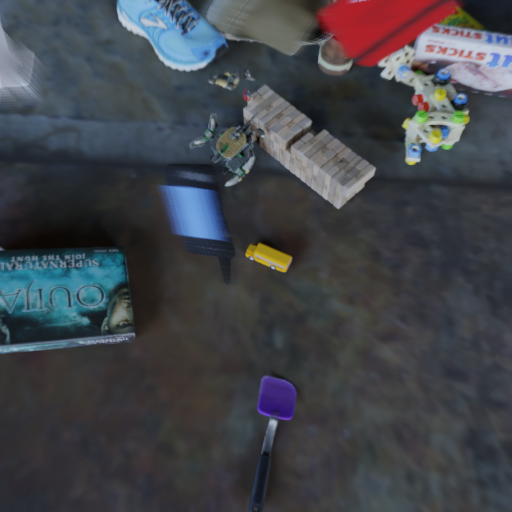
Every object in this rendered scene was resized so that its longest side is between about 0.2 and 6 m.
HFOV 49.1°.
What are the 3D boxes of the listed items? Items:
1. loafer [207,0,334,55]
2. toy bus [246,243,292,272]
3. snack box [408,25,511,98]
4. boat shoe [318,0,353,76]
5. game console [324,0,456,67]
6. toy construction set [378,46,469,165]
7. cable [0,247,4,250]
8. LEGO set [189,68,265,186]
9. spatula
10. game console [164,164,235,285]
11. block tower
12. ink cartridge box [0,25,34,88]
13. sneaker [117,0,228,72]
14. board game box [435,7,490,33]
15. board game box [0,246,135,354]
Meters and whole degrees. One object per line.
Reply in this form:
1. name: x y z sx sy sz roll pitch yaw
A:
1. loafer: 0.458 -3.999 9.237 1.083 1.169 3.109 53 43 6
2. toy bus: 0.219 0.008 10.006 0.803 0.314 0.261 24 65 12
3. snack box: 4.986 -3.891 11.484 3.526 1.268 0.429 11 63 6
4. boat shoe: 2.012 -5.325 12.352 1.038 1.040 2.811 7 63 4
5. game console: 1.940 -3.527 8.080 1.502 1.295 0.892 -29 26 29
6. toy construction set: 3.347 -3.059 11.238 1.573 1.105 2.399 -15 75 -7
7. cable: -4.875 0.674 9.482 1.861 0.644 1.861 -15 64 -9
8. LEGO set: -0.412 -2.445 10.970 1.522 0.664 2.343 14 84 23
9. spatula: 0.188 2.890 8.568 0.596 0.217 2.108 14 64 -2
10. game console: -0.741 -0.407 6.941 1.138 1.294 0.753 7 33 33
11. block tower: 0.914 -2.089 10.838 0.769 0.823 2.848 -41 68 -18
12. ink cartridge box: -3.568 -2.459 6.827 1.485 0.495 0.860 -7 49 -9
13. sneaker: -1.952 -5.175 12.055 3.171 1.426 1.243 37 68 17
14. board game box: 4.487 -4.907 12.484 0.902 0.423 1.776 -33 67 -16
15. board game box: -3.375 0.688 9.203 2.544 0.358 1.721 -3 62 -22
